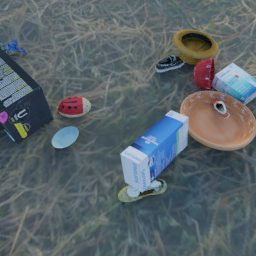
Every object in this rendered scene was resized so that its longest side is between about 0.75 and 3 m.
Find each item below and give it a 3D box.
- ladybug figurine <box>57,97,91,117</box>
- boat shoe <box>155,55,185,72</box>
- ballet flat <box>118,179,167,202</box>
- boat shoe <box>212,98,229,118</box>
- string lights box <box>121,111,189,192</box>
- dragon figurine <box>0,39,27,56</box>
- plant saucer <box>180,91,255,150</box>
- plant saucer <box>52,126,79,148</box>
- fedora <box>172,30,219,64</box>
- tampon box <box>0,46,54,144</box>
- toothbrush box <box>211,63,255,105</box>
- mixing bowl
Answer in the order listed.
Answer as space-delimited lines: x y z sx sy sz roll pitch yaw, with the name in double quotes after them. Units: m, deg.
-2.029 -0.829 10.443 1.261 0.454 0.856 -8 59 -5 "ladybug figurine"
1.811 -2.736 11.605 1.449 0.461 0.512 -24 61 -18 "boat shoe"
0.447 1.900 8.722 1.568 0.554 0.554 -11 59 -6 "ballet flat"
3.285 -0.777 10.065 0.374 0.329 1.052 -37 39 18 "boat shoe"
0.913 0.668 8.727 0.734 1.278 2.488 26 50 34 "string lights box"
-5.004 -3.512 12.112 0.756 0.448 1.521 -37 66 -20 "dragon figurine"
3.111 -0.247 9.850 2.662 0.498 2.662 4 50 -4 "plant saucer"
-2.152 0.370 9.744 1.010 0.194 1.010 -12 42 11 "plant saucer"
2.722 -3.263 11.640 2.054 0.838 2.054 7 51 -8 "fedora"
-4.159 -1.134 9.740 1.637 1.943 2.593 -39 66 -21 "tampon box"
4.198 -1.656 10.837 1.110 0.647 1.516 -33 63 -21 "toothbrush box"
2.936 -2.085 10.884 0.682 1.258 1.258 4 57 23 "mixing bowl"
